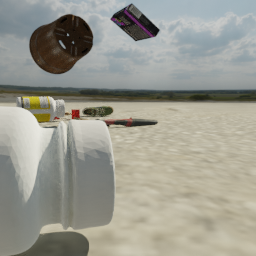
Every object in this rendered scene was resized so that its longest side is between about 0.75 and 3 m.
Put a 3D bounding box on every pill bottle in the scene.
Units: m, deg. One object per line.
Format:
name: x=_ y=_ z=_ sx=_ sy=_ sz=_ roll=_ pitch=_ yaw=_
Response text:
pill bottle: x=-3.704 y=-0.798 z=11.909 sx=1.898 sy=1.056 sz=1.056 roll=-3 pitch=7 yaw=-25
pill bottle: x=-1.019 y=0.355 z=1.891 sx=1.752 sy=1.002 sz=1.002 roll=-2 pitch=7 yaw=-16

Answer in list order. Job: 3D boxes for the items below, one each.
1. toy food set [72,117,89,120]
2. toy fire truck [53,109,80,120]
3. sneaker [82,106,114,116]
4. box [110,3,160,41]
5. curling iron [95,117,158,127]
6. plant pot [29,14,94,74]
toy food set: x=-1.951 y=-0.307 z=11.605 sx=0.697 sy=0.203 sz=1.009 roll=6 pitch=0 yaw=-7
toy fire truck: x=-3.214 y=-0.665 z=13.269 sx=1.379 sy=0.477 sz=1.955 roll=-3 pitch=6 yaw=-31
sneaker: x=-1.658 y=-0.848 z=14.877 sx=1.679 sy=0.563 sz=0.754 roll=1 pitch=14 yaw=12
box: x=0.236 y=-4.293 z=11.595 sx=1.530 sy=0.386 sz=2.140 roll=35 pitch=-4 yaw=-24
curling iron: x=-0.031 y=-0.230 z=10.067 sx=2.584 sy=0.330 sz=0.641 roll=-3 pitch=7 yaw=-27
plant pot: x=-2.370 y=-3.158 z=10.406 sx=1.994 sy=1.994 sz=1.974 roll=-5 pitch=2 yaw=-36
